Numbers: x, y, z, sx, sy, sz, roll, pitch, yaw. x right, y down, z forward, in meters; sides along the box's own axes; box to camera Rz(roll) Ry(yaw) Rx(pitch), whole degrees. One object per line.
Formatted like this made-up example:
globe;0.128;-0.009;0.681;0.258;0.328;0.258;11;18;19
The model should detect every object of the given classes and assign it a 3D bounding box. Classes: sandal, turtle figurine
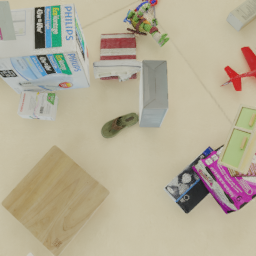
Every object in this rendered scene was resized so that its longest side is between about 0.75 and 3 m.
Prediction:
sandal;-0.338;-0.186;10.804;1.605;0.458;0.637;-30;77;-8
turtle figurine;1.035;-4.451;11.435;2.035;1.464;1.973;-37;81;-18

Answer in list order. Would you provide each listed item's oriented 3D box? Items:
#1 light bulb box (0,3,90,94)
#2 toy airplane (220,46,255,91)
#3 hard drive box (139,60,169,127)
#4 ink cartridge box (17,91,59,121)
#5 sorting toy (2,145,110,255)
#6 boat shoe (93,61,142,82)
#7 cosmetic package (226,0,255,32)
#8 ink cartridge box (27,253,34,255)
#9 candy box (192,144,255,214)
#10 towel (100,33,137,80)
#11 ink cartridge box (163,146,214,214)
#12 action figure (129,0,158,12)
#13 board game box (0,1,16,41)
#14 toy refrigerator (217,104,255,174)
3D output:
light bulb box;-3.071;-2.713;10.213;2.967;2.941;1.852;-6;75;0
toy airplane;4.978;-2.242;11.368;2.623;0.482;2.623;0;73;0
hard drive box;0.868;-1.144;10.139;0.864;2.249;1.753;1;75;-1
ink cartridge box;-3.493;-0.863;10.936;1.341;0.563;0.971;5;74;1
sorting toy;-2.428;2.467;9.824;2.621;0.918;2.637;38;78;10
boat shoe;-0.217;-2.225;11.049;2.305;0.817;0.805;-1;101;-3
cosmetic package;5.136;-4.976;12.085;1.572;0.559;0.827;-36;78;-9
ink cartridge box;-3.445;5.178;9.209;1.128;0.654;1.936;40;80;10
candy box;4.010;1.342;9.795;2.905;0.886;1.981;-29;73;-22
towel;-0.408;-3.000;11.715;1.523;0.240;2.114;-1;74;0
ink cartridge box;2.601;1.831;10.245;2.485;0.487;1.236;-41;78;-11
action figure;0.809;-5.442;12.325;1.592;0.411;0.521;-37;70;-12
board game box;-3.581;-2.898;7.620;0.422;1.311;0.968;-21;118;-37
toy refrigerator;2.667;0.245;6.488;0.572;0.527;1.506;23;92;45
